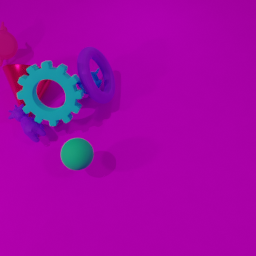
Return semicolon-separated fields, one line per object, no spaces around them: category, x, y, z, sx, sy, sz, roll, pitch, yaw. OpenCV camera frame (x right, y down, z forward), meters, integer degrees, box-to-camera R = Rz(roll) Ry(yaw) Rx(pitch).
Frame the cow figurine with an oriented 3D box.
cow figurine;-2.685;-0.144;7.416;0.549;0.984;1.000;-45;29;-3

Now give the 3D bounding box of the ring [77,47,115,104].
ring;-0.849;-1.465;7.790;0.323;1.613;1.613;-14;56;26

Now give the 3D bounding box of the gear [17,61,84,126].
gear;-1.948;-0.851;7.067;1.599;1.599;0.296;3;23;2

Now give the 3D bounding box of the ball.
ball;-1.178;0.608;6.520;0.754;0.754;0.754;0;60;0

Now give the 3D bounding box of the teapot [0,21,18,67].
teapot;-3.925;-2.627;8.731;0.878;0.691;1.411;3;98;-35

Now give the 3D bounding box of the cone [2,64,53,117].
cone;-2.865;-0.903;8.016;1.456;1.456;1.462;3;86;2

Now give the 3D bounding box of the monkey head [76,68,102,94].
monkey head;-1.105;-1.395;8.222;1.070;0.770;0.645;-35;97;-28
